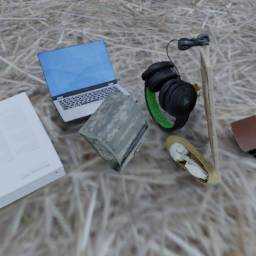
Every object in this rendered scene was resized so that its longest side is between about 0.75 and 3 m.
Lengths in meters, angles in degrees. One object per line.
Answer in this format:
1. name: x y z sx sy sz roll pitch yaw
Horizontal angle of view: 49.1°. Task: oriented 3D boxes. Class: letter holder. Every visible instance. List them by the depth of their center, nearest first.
1. letter holder: 3.373 0.291 7.771 0.778 0.551 1.095 -18 44 12

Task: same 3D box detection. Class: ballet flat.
1. ballet flat: 1.524 0.768 7.068 0.573 0.624 1.819 -4 34 -46

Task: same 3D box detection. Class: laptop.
1. laptop: -1.315 -1.580 8.812 2.326 1.440 2.484 -19 35 -18

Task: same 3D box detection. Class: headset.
1. headset: 1.273 -1.175 7.575 1.352 2.878 1.777 -20 57 -20

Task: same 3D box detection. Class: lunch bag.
1. lunch bag: -0.169 0.189 6.899 0.977 1.662 1.363 17 62 42

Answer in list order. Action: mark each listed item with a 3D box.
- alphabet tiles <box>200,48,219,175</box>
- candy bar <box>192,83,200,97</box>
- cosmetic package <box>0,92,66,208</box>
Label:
1. alphabet tiles: 2.071 -0.655 7.258 0.113 2.502 2.993 -6 22 14
2. candy bar: 1.463 -1.258 8.657 0.211 0.476 1.908 -34 31 -24
3. cosmetic package: -3.311 0.745 6.523 2.982 0.770 2.248 -26 68 -17
